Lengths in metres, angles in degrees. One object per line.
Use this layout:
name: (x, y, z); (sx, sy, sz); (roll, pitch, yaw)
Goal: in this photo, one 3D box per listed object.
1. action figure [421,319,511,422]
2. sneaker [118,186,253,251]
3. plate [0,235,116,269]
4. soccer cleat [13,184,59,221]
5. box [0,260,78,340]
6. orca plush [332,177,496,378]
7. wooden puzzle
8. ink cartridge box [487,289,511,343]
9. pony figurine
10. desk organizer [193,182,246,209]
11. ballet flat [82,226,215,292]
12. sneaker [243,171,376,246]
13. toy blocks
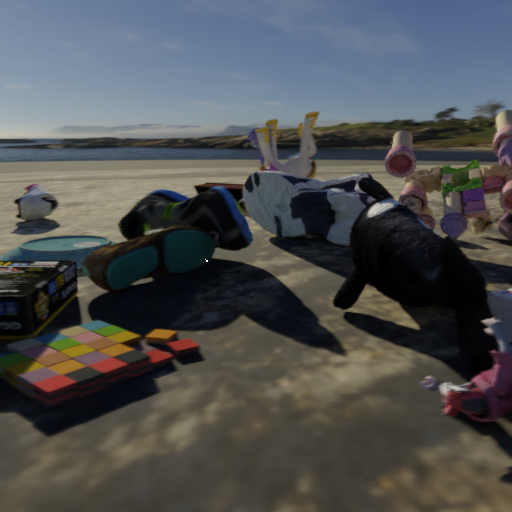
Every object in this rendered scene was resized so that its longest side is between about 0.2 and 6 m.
action figure: (1.809, 0.989, 4.047); (1.208, 0.809, 0.899); (-15, 54, -28)
sneaker: (-1.249, -0.451, 9.458); (3.197, 1.133, 1.325); (8, 40, 48)
plate: (-3.200, -0.105, 9.453); (2.162, 0.276, 2.162); (-1, 11, 0)
soccer cleat: (-5.420, -1.325, 14.147); (0.936, 0.757, 2.168); (-2, 19, -11)
box: (-3.290, 0.451, 6.316); (2.095, 0.517, 1.673); (0, 10, -2)
orca plush: (1.582, 0.359, 6.287); (2.022, 1.366, 3.844); (43, 12, -15)
wooden puzzle: (-1.584, 0.904, 5.031); (1.218, 0.144, 2.054); (11, 16, 41)
ink cartridge box: (2.934, 0.650, 5.450); (0.807, 0.465, 1.106); (-6, 13, -25)
pony figurine: (0.689, -2.050, 14.256); (2.618, 2.712, 2.259); (-20, 25, -13)
desk organizer: (-0.942, -1.773, 16.408); (1.766, 0.633, 0.680); (7, 16, 29)
ballet flat: (-1.557, -0.031, 8.056); (0.797, 0.747, 2.204); (17, 25, 33)
sneaker: (1.457, -1.095, 11.653); (3.255, 1.299, 2.118); (11, 15, 41)
toy blocks: (3.788, -0.896, 10.214); (2.455, 2.627, 2.212); (-7, 37, 24)
